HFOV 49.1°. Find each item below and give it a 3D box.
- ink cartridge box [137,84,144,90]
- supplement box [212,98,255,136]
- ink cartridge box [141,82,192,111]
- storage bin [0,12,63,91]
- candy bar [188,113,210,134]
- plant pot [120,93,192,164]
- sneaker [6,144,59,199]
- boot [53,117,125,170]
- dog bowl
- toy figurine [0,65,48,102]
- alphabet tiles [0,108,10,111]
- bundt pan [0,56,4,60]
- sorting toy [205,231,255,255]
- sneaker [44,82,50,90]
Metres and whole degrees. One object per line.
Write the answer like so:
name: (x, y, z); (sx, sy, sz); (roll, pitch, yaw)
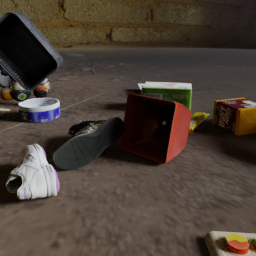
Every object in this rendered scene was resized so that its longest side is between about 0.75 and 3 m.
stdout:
ink cartridge box: (1.266, -1.868, 13.449); (1.569, 0.318, 1.565); (-1, 20, -3)
supplement box: (3.441, -0.387, 8.584); (1.157, 0.779, 1.173); (-7, 21, -19)
ink cartridge box: (1.576, -1.384, 11.175); (1.819, 0.932, 2.461); (4, 21, 10)
storage bin: (-2.708, -2.003, 7.344); (1.174, 1.737, 0.814); (-37, 20, 10)
candy bar: (2.122, -0.217, 8.948); (0.508, 0.226, 2.036); (7, 21, 29)
plant pot: (0.811, -0.036, 6.963); (1.407, 1.409, 1.241); (17, 12, 40)
sneaker: (-1.966, 0.802, 5.437); (0.869, 0.653, 1.744); (-11, 22, -28)
boot: (-1.169, 0.327, 6.885); (1.932, 0.698, 1.460); (-33, 21, -32)
dog bowl: (-3.041, -0.634, 9.655); (1.352, 0.532, 1.352); (0, 20, 0)
toy figurine: (-4.316, -1.750, 10.403); (2.462, 1.713, 2.424); (-4, 3, 9)
alphabet tiles: (-5.400, -0.695, 9.168); (2.416, 0.092, 2.903); (1, 4, -40)
bundt pan: (-4.478, -2.640, 10.002); (1.220, 0.458, 1.220); (-1, 34, 0)
sorting toy: (1.675, 1.688, 3.606); (1.128, 0.206, 1.044); (0, 20, 0)
sneaker: (-4.171, -2.097, 14.047); (0.425, 0.363, 0.964); (-1, 19, -3)
